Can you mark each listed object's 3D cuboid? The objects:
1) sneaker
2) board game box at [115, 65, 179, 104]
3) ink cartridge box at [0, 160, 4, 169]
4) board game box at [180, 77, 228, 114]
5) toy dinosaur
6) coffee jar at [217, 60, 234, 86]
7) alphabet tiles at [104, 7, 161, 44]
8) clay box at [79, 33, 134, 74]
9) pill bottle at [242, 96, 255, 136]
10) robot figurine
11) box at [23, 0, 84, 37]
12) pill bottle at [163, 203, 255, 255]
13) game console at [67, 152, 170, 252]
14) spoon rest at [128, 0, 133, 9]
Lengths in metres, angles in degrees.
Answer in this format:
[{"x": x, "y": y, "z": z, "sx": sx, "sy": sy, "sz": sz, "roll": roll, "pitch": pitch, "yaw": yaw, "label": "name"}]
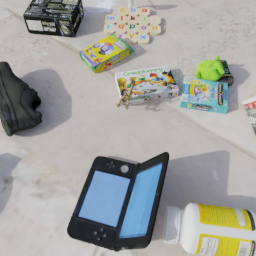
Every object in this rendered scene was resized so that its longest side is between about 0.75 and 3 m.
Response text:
[{"x": -3.576, "y": -1.038, "z": 9.089, "sx": 1.319, "sy": 1.104, "sz": 2.907, "roll": -14, "pitch": 62, "yaw": -21, "label": "sneaker"}, {"x": 0.627, "y": -1.516, "z": 9.709, "sx": 1.985, "sy": 0.344, "sz": 1.253, "roll": -10, "pitch": 54, "yaw": -7, "label": "board game box"}, {"x": -3.966, "y": 1.149, "z": 7.833, "sx": 0.551, "sy": 0.320, "sz": 0.764, "roll": 20, "pitch": 57, "yaw": 14, "label": "ink cartridge box"}, {"x": 2.559, "y": -1.111, "z": 9.425, "sx": 1.492, "sy": 0.350, "sz": 1.126, "roll": 9, "pitch": 55, "yaw": 6, "label": "board game box"}, {"x": -0.078, "y": -0.898, "z": 8.693, "sx": 0.402, "sy": 1.382, "sz": 0.699, "roll": 28, "pitch": 48, "yaw": -12, "label": "toy dinosaur"}, {"x": 3.365, "y": -1.925, "z": 9.947, "sx": 0.539, "sy": 0.441, "sz": 1.033, "roll": -4, "pitch": 55, "yaw": -3, "label": "coffee jar"}, {"x": 0.201, "y": -4.338, "z": 11.813, "sx": 2.358, "sy": 0.172, "sz": 2.306, "roll": 1, "pitch": 58, "yaw": 2, "label": "alphabet tiles"}, {"x": -0.783, "y": -2.889, "z": 10.577, "sx": 1.839, "sy": 0.438, "sz": 1.056, "roll": -34, "pitch": 62, "yaw": -16, "label": "clay box"}, {"x": 4.010, "y": -0.207, "z": 8.067, "sx": 0.891, "sy": 0.891, "sz": 1.564, "roll": -22, "pitch": 89, "yaw": -15, "label": "pill bottle"}, {"x": 2.819, "y": -2.003, "z": 9.685, "sx": 1.034, "sy": 0.682, "sz": 1.179, "roll": -41, "pitch": 20, "yaw": 1, "label": "robot figurine"}, {"x": -3.035, "y": -4.693, "z": 11.650, "sx": 2.011, "sy": 0.866, "sz": 1.647, "roll": 6, "pitch": 55, "yaw": 5, "label": "box"}, {"x": 1.861, "y": 2.342, "z": 6.451, "sx": 2.023, "sy": 1.126, "sz": 1.126, "roll": 7, "pitch": 55, "yaw": 4, "label": "pill bottle"}, {"x": -0.253, "y": 1.610, "z": 6.864, "sx": 2.068, "sy": 1.368, "sz": 2.351, "roll": 13, "pitch": 55, "yaw": 9, "label": "game console"}, {"x": 0.085, "y": -5.536, "z": 11.879, "sx": 0.710, "sy": 1.428, "sz": 0.433, "roll": 11, "pitch": 73, "yaw": 3, "label": "spoon rest"}]
